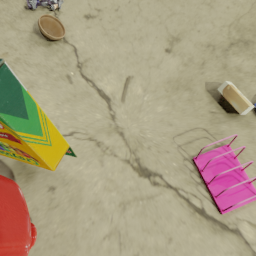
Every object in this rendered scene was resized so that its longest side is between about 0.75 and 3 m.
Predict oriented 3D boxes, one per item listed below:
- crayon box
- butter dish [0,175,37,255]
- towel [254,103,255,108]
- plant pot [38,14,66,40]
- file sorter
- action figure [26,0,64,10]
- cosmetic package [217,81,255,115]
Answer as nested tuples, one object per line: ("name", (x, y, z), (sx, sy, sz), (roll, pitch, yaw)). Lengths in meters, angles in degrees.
("crayon box", (-2.363, -0.076, 5.499), (1.790, 2.820, 0.716), (10, 57, 27))
("butter dish", (-2.610, 2.060, 5.311), (2.472, 1.827, 2.465), (-49, 49, 18))
("towel", (3.679, -0.446, 7.216), (0.552, 0.091, 0.763), (-31, 60, 19))
("plant pot", (-2.336, -2.931, 8.376), (0.847, 0.391, 0.847), (22, 54, -34))
("file sorter", (2.305, 1.005, 6.285), (1.002, 0.904, 1.442), (-20, 66, -9))
("action figure", (-2.621, -4.045, 9.002), (1.187, 0.412, 0.772), (-11, 48, -10))
("cosmetic package", (2.827, -0.789, 7.352), (0.487, 0.329, 0.927), (-7, 55, -53))
